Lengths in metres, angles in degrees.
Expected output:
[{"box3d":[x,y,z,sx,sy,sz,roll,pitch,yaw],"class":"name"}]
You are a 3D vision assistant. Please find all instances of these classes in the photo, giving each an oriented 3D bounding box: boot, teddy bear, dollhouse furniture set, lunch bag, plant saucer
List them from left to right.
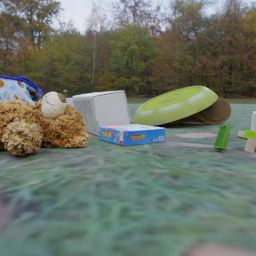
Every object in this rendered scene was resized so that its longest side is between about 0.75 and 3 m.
[{"box3d":[-2.083,-0.112,4.603,2.853,0.952,2.068,-1,8,-9],"class":"teddy bear"},{"box3d":[-4.327,-0.994,9.767,1.910,1.392,2.247,-12,-3,23],"class":"lunch bag"},{"box3d":[1.425,-0.798,9.017,2.790,0.433,2.790,-19,13,5],"class":"plant saucer"},{"box3d":[1.995,-0.523,9.591,2.505,0.961,1.945,-9,4,-17],"class":"boot"},{"box3d":[1.936,0.293,4.466,1.026,0.396,0.513,18,-5,-10],"class":"dollhouse furniture set"}]

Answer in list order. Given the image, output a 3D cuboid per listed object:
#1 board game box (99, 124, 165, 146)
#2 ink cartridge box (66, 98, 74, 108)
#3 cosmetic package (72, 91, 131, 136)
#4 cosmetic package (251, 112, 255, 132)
[{"box3d":[0.063,0.118,5.527,0.970,0.271,0.950,-4,8,-34],"class":"board game box"},{"box3d":[-2.572,-0.985,13.385,0.617,0.845,0.620,6,8,38],"class":"ink cartridge box"},{"box3d":[-0.711,-0.403,6.913,0.803,0.951,1.840,-14,12,-22],"class":"cosmetic package"},{"box3d":[3.307,-0.062,5.937,1.257,0.548,0.650,2,6,20],"class":"cosmetic package"}]
